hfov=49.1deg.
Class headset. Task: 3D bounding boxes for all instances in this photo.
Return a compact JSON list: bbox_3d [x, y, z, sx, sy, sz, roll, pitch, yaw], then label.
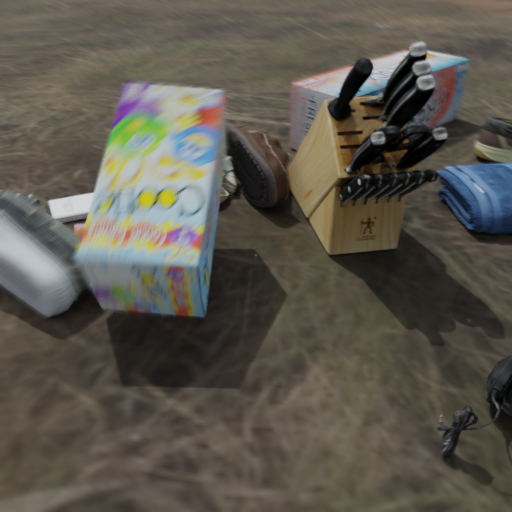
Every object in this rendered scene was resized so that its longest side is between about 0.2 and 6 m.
[{"bbox_3d":[2.767,1.616,5.716,1.962,0.922,1.211,2,32,-26],"label":"headset"}]

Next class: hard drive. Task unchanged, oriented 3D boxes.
[{"bbox_3d":[-3.051,-0.881,9.944,1.134,0.149,0.748,-13,35,-19],"label":"hard drive"}]

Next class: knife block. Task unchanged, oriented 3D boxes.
[{"bbox_3d":[1.513,-1.809,8.557,1.166,3.200,3.645,-5,33,-10],"label":"knife block"}]

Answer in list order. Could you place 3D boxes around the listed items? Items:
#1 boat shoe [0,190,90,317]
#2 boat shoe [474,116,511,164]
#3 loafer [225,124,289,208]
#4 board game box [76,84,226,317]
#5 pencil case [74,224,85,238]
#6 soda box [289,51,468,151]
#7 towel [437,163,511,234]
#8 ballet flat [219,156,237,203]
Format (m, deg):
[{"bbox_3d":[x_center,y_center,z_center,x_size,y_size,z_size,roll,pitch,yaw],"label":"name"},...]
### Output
[{"bbox_3d":[-3.479,-0.345,7.985,3.179,1.146,1.127,37,45,16],"label":"boat shoe"},{"bbox_3d":[6.104,-2.374,11.522,2.975,0.978,1.063,5,33,8],"label":"boat shoe"},{"bbox_3d":[0.135,-1.906,10.646,1.072,1.103,3.020,-9,34,-11],"label":"loafer"},{"bbox_3d":[-1.237,-0.759,7.436,1.401,1.427,2.721,4,59,1],"label":"board game box"},{"bbox_3d":[-2.019,-0.268,8.575,1.488,0.650,0.650,-10,34,-17],"label":"pencil case"},{"bbox_3d":[2.913,-3.546,12.893,4.702,1.495,1.608,-27,42,-35],"label":"soda box"},{"bbox_3d":[4.939,-1.116,9.737,3.166,0.768,1.767,-4,33,-7],"label":"towel"},{"bbox_3d":[-0.724,-1.265,10.284,0.586,0.569,1.646,29,44,9],"label":"ballet flat"}]
